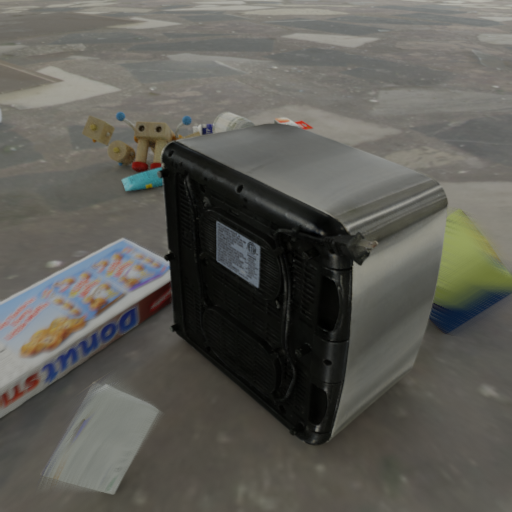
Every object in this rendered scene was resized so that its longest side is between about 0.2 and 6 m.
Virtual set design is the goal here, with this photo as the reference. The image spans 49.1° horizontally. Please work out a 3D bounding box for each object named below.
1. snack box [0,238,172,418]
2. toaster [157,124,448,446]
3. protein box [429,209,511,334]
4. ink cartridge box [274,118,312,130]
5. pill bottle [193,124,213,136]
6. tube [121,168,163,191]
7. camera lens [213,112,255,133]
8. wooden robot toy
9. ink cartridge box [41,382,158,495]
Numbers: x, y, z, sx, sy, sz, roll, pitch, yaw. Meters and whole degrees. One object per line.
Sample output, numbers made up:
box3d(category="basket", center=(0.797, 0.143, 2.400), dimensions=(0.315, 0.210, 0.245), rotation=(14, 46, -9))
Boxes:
box3d(category="snack box", center=(-2.492, 0.852, 6.717), dimensions=(1.275, 0.431, 3.546), rotation=(24, 39, 29))
box3d(category="toaster", center=(0.417, 0.201, 5.781), dimensions=(1.694, 2.581, 2.854), rotation=(-25, 39, -34))
box3d(category="protein box", center=(2.485, 0.186, 7.092), dimensions=(1.062, 0.722, 1.070), rotation=(-39, 25, 22))
box3d(category="ink cartridge box", center=(0.910, -3.214, 13.613), dimensions=(0.779, 0.195, 0.632), rotation=(-16, 35, -19))
box3d(category="pill bottle", center=(-1.175, -2.871, 12.930), dimensions=(0.543, 0.325, 0.325), rotation=(-4, 32, -3))
box3d(category="tube", center=(-1.791, -1.535, 10.767), dimensions=(1.539, 0.388, 0.596), rotation=(-15, 26, -14))
box3d(category="camera lens", center=(-0.490, -2.777, 12.429), dimensions=(0.681, 0.681, 0.852), rotation=(-27, 41, -36))
box3d(category="wooden robot toy", center=(-2.162, -2.229, 11.625), dimensions=(2.636, 1.161, 1.196), rotation=(6, -3, 11))
box3d(category="ink cartridge box", center=(-1.363, 1.582, 4.897), dimensions=(0.184, 0.849, 0.834), rotation=(14, 70, 43))
